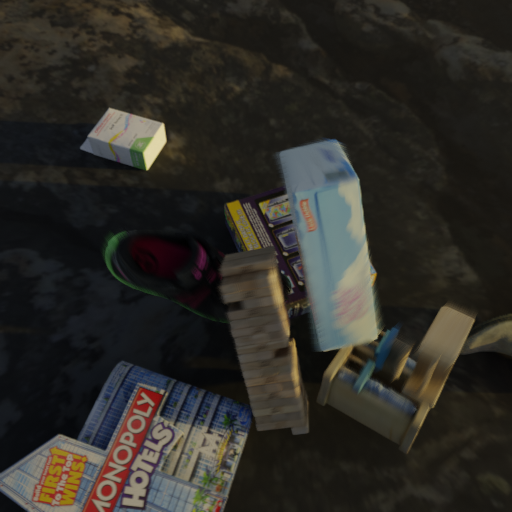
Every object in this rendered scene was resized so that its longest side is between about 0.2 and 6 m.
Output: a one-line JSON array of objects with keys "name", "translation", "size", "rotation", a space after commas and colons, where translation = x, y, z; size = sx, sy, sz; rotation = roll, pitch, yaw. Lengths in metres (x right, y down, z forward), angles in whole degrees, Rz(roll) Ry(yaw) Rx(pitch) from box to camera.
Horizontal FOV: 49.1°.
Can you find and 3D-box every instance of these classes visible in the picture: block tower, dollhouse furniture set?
[{"name": "block tower", "translation": [0.146, 1.260, 7.837], "size": [0.770, 2.664, 0.720], "rotation": [-10, 22, 11]}, {"name": "dollhouse furniture set", "translation": [1.973, 1.315, 7.830], "size": [1.469, 2.085, 1.461], "rotation": [26, 45, 21]}]

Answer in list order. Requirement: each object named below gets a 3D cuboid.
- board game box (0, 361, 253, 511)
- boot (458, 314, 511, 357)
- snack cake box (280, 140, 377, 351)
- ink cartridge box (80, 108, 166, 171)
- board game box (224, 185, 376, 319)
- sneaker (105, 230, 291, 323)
[{"name": "board game box", "translation": [-1.793, 2.891, 7.625], "size": [2.914, 0.899, 2.916], "rotation": [18, 58, 3]}, {"name": "boot", "translation": [4.282, 1.587, 8.854], "size": [2.032, 0.688, 1.327], "rotation": [-13, 63, -7]}, {"name": "snack cake box", "translation": [1.019, -0.140, 7.832], "size": [0.852, 2.535, 1.458], "rotation": [-12, 31, 2]}, {"name": "ink cartridge box", "translation": [-2.800, -2.461, 11.576], "size": [1.605, 0.540, 0.940], "rotation": [17, 58, 11]}, {"name": "board game box", "translation": [0.719, -0.159, 9.964], "size": [1.923, 0.659, 2.326], "rotation": [-19, 60, -10]}, {"name": "sneaker", "translation": [-0.823, 0.326, 8.432], "size": [2.903, 1.216, 1.114], "rotation": [13, 78, -14]}]
